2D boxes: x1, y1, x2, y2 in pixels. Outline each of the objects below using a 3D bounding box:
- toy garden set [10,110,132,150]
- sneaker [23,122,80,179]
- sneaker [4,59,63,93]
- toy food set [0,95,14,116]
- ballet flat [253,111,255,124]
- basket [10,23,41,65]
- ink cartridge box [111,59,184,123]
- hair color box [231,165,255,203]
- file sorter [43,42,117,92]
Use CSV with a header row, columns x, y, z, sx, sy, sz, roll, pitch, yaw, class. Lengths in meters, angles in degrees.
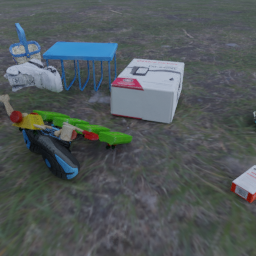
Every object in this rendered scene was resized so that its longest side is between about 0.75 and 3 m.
x,y,z,sx,sy,sz,roll,pitch,yaw,class
-1.546,0.113,7.552,2.685,0.536,2.238,17,6,22,toy garden set
-1.844,0.428,7.277,1.000,0.894,2.441,-23,39,-33,sneaker
-3.011,-1.509,8.846,1.234,0.807,2.147,-28,43,-30,sneaker
-5.037,-0.416,9.177,2.403,0.482,1.659,-13,41,-29,toy food set
4.523,-0.576,9.215,0.665,0.665,1.849,20,36,29,ballet flat
-4.803,-3.735,13.021,1.349,1.939,1.710,-14,35,-20,basket
0.793,-1.467,10.046,2.077,1.192,2.859,8,33,13,ink cartridge box
2.881,1.276,6.471,0.942,0.301,0.522,-24,38,-31,hair color box
-1.793,-2.449,11.302,2.557,1.569,1.774,3,32,4,file sorter
